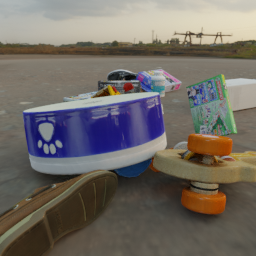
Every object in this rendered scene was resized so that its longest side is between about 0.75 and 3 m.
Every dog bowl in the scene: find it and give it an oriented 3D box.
[{"bbox_3d":[-0.681,-0.021,6.041,2.918,1.149,2.918,-8,9,1],"label":"dog bowl"}]

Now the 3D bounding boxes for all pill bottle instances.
[{"bbox_3d":[1.458,-2.114,13.595,0.676,1.220,0.676,0,16,0],"label":"pill bottle"}]

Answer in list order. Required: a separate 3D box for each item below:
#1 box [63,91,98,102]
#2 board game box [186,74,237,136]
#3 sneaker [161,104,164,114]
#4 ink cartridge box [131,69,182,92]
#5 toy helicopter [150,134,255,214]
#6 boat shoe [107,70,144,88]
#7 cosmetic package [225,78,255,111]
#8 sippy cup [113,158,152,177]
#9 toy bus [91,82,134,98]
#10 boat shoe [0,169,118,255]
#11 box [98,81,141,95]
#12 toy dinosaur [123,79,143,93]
[{"bbox_3d":[-1.315,-1.130,11.685,1.549,0.451,2.262,13,21,36],"label":"box"},{"bbox_3d":[2.079,-0.481,7.070,0.998,1.484,0.216,-17,-13,39],"label":"board game box"},{"bbox_3d":[0.789,-0.651,10.142,1.048,0.456,0.390,-8,18,-21],"label":"sneaker"},{"bbox_3d":[1.586,-2.528,15.191,1.595,0.561,2.673,40,38,26],"label":"ink cartridge box"},{"bbox_3d":[1.727,0.661,5.416,2.888,1.139,1.910,2,4,-31],"label":"toy helicopter"},{"bbox_3d":[-0.048,-2.763,16.324,2.906,1.016,0.963,15,20,21],"label":"boat shoe"},{"bbox_3d":[4.278,-1.390,11.452,2.555,1.084,1.375,-8,18,-27],"label":"cosmetic package"},{"bbox_3d":[-0.057,0.402,5.800,1.499,1.177,1.098,-25,33,-8],"label":"sippy cup"},{"bbox_3d":[-0.434,-0.642,9.079,1.661,1.567,0.858,-8,60,-20],"label":"toy bus"},{"bbox_3d":[-1.033,1.080,3.921,0.744,0.787,2.187,13,21,34],"label":"boat shoe"},{"bbox_3d":[-0.313,-1.109,10.301,1.564,1.238,0.378,-1,17,-1],"label":"box"},{"bbox_3d":[0.001,-1.719,13.182,1.269,0.804,1.872,18,30,30],"label":"toy dinosaur"}]
